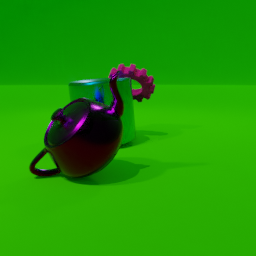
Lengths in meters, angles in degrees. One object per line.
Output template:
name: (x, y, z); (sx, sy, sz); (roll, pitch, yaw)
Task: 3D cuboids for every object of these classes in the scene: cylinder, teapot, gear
cylinder: (-0.545, -0.382, 6.137); (1.350, 1.350, 1.350); (-5, 13, 1)
teapot: (-0.646, 0.027, 3.979); (0.931, 1.902, 1.183); (44, 5, -34)
gear: (0.076, -1.066, 6.806); (1.146, 0.212, 1.146); (12, -31, 7)
